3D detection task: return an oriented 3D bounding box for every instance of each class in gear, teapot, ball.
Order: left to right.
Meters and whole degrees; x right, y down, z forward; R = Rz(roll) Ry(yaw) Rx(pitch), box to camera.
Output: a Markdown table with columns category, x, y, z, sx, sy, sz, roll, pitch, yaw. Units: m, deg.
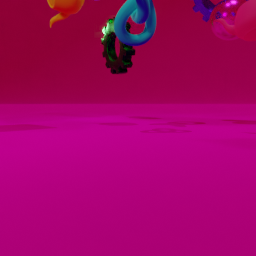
| category | x | y | z | sx | sy | sz | roll | pitch | yaw |
| --- | --- | --- | --- | --- | --- | --- | --- | --- | --- |
| teapot | -1.677 | -3.427 | 6.940 | 1.004 | 1.275 | 2.050 | -16 | -33 | -23 |
| gear | -0.407 | -3.091 | 10.635 | 0.379 | 2.050 | 2.050 | -11 | 10 | -28 |
| gear | 2.607 | -3.832 | 8.103 | 0.336 | 1.818 | 1.818 | -50 | 28 | -18 |
| ball | 2.776 | -2.945 | 7.558 | 1.110 | 1.110 | 1.110 | 0 | 5 | 0 |
| teapot | 2.244 | -1.955 | 4.921 | 1.380 | 0.676 | 0.858 | -13 | -9 | 25 |

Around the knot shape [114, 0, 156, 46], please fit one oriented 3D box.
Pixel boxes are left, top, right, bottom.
| category | x | y | z | sx | sy | sz | roll | pitch | yaw |
| --- | --- | --- | --- | --- | --- | --- | --- | --- | --- |
| knot shape | 0.296 | -3.009 | 7.195 | 0.892 | 1.807 | 1.931 | 23 | 27 | 12 |
